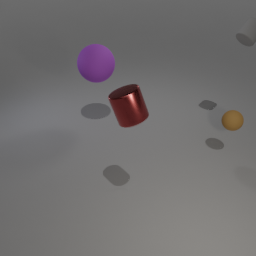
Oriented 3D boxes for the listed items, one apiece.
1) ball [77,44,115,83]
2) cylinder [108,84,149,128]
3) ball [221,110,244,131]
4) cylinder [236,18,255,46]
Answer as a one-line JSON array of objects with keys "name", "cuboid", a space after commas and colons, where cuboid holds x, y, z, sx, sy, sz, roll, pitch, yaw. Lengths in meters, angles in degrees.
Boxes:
[{"name": "ball", "cuboid": [-1.182, -2.392, 10.404, 1.400, 1.400, 1.400, 0, 32, 0]}, {"name": "cylinder", "cuboid": [0.016, -0.477, 5.975, 0.700, 0.700, 0.700, -18, 25, 9]}, {"name": "ball", "cuboid": [3.508, -0.252, 9.401, 0.700, 0.700, 0.700, 0, 32, 0]}, {"name": "cylinder", "cuboid": [4.292, -3.361, 9.835, 0.700, 0.700, 0.700, -53, 45, 1]}]
